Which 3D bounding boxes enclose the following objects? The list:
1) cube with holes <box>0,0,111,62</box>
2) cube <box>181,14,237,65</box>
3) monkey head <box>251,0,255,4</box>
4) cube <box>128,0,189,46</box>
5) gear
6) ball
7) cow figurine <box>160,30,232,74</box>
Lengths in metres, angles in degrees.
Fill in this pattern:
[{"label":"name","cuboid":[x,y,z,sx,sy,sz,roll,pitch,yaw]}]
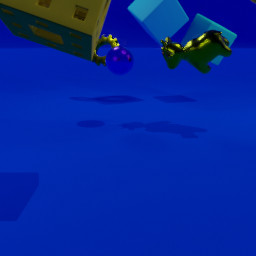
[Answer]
[{"label":"cube with holes","cuboid":[-0.798,-1.618,3.344,1.102,1.102,1.102,18,-2,-7]},{"label":"cube","cuboid":[3.037,-3.373,10.696,1.265,1.265,1.265,15,29,-25]},{"label":"monkey head","cuboid":[3.146,-3.207,6.080,1.621,0.977,1.166,41,11,-16]},{"label":"cube","cuboid":[1.090,-4.156,10.202,1.364,1.364,1.364,35,18,-45]},{"label":"gear","cuboid":[-0.918,-2.992,10.805,1.255,1.255,0.232,6,-15,19]},{"label":"ball","cuboid":[-0.219,-1.788,7.467,0.756,0.756,0.756,0,17,0]},{"label":"cow figurine","cuboid":[1.656,-2.004,7.099,1.484,1.508,0.828,26,47,-29]}]
